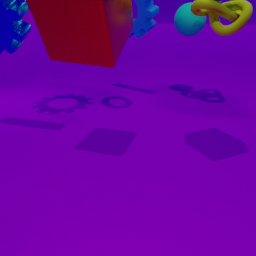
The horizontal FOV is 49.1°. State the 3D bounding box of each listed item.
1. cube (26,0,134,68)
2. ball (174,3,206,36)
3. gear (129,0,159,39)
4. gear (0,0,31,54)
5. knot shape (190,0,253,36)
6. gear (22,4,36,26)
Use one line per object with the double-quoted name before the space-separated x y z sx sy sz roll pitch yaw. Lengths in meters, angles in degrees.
"cube" -0.639 -1.766 4.291 1.135 1.135 1.135 10 54 14
"ball" 2.041 -3.567 9.227 1.029 1.029 1.029 0 22 0
"gear" -0.002 -3.870 8.782 2.074 2.074 0.384 20 52 39
"gear" -2.831 -2.269 5.245 1.951 1.951 0.361 7 53 17
"knot shape" 2.799 -3.432 8.051 1.715 0.792 1.604 33 57 24
"gear" -2.365 -3.107 6.871 2.002 0.370 2.002 1 50 -1
